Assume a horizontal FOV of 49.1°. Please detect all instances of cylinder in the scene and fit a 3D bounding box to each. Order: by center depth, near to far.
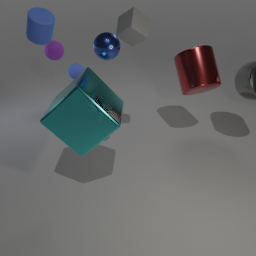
[{"bbox_3d":[-2.372,-2.749,7.579,0.700,0.700,0.700,12,52,-16],"label":"cylinder"},{"bbox_3d":[4.586,-1.631,9.585,1.400,1.400,1.400,0,7,1],"label":"cylinder"},{"bbox_3d":[2.484,-2.027,10.044,1.400,1.400,1.400,-12,-5,-1],"label":"cylinder"}]

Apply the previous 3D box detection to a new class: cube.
[{"bbox_3d":[-1.105,-0.426,7.195,1.400,1.400,1.400,-38,22,22],"label":"cube"},{"bbox_3d":[0.156,-2.954,8.228,0.700,0.700,0.700,21,-22,-39],"label":"cube"}]

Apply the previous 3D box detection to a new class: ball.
[{"bbox_3d":[-0.542,-2.093,7.188,0.700,0.700,0.700,0,31,0],"label":"ball"},{"bbox_3d":[-2.653,-2.789,10.066,0.700,0.700,0.700,0,31,0],"label":"ball"},{"bbox_3d":[-2.185,-2.404,11.885,0.700,0.700,0.700,0,31,0],"label":"ball"}]
